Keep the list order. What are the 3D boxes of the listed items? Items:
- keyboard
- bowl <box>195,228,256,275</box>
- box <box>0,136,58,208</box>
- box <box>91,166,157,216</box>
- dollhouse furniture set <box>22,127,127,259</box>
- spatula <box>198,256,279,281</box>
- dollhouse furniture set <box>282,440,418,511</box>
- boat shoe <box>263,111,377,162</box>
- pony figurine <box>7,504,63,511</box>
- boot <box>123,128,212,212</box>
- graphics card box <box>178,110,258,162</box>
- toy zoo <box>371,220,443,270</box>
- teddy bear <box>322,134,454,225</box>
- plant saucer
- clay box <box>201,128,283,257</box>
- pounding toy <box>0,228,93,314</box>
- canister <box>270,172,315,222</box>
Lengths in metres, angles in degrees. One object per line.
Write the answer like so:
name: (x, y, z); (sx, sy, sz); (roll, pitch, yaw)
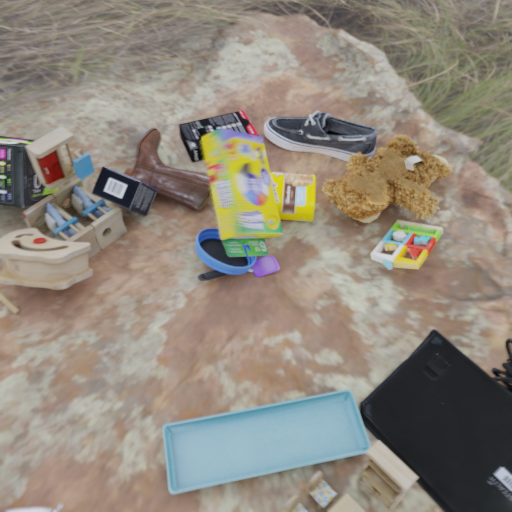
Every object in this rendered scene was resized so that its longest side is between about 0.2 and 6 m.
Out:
keyboard: (4.180, 3.339, 8.314); (2.666, 1.015, 5.122); (-43, 60, -3)
bowl: (-0.613, -0.079, 11.012); (1.246, 0.245, 1.246); (19, 31, -12)
box: (-5.433, -1.829, 11.728); (2.079, 1.292, 1.544); (7, 15, 6)
box: (-2.701, -1.320, 11.588); (0.887, 1.198, 0.625); (23, 91, 4)
dollhouse furniture set: (-3.731, -1.101, 11.008); (1.436, 2.037, 1.427); (34, 58, 25)
spatula: (-0.359, 0.282, 11.026); (1.619, 0.166, 0.458); (-9, 48, -16)
dollhouse furniture set: (1.372, 3.518, 7.780); (1.591, 1.057, 1.394); (-35, 58, -26)
boat shoe: (1.503, -2.981, 13.305); (2.756, 0.934, 0.988); (19, 53, 15)
pony figurine: (-3.987, 3.862, 7.249); (2.259, 1.949, 2.341); (-1, 64, 11)
boot: (-1.768, -1.960, 12.618); (2.080, 0.668, 1.939); (12, 64, 14)
graphics card box: (-0.923, -2.919, 13.584); (1.709, 0.435, 1.072); (-16, 53, -15)
toy zoo: (2.969, -0.183, 11.182); (0.995, 0.155, 1.516); (13, 43, 34)
teddy bear: (2.905, -1.597, 12.232); (2.380, 1.096, 3.282); (26, 47, 12)
plant saucer: (0.149, 2.910, 8.808); (3.134, 0.297, 1.096); (-10, 51, -7)
clay box: (-0.217, -1.192, 10.915); (1.366, 0.566, 2.377); (-4, 79, -52)
pounding toy: (-4.250, 0.282, 10.756); (2.252, 1.292, 1.287); (5, 23, 8)
canister: (0.481, -1.299, 12.061); (1.542, 0.667, 1.145); (4, 55, 1)
